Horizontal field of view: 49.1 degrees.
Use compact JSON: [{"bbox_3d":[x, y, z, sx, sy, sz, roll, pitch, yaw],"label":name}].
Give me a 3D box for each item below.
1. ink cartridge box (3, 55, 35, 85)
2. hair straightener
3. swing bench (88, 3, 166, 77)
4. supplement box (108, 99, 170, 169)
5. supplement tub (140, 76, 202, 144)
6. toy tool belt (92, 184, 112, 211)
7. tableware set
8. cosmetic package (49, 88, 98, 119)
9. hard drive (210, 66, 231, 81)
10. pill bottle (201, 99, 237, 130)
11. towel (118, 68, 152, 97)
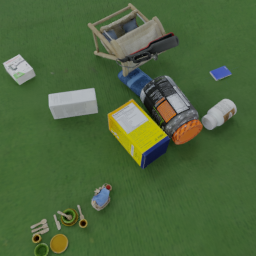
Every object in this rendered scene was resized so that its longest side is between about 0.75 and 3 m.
[{"bbox_3d":[-4.649,-2.502,11.984,0.814,0.470,1.119,-38,67,-19],"label":"ink cartridge box"},{"bbox_3d":[0.759,-2.865,10.495,2.505,0.513,0.964,-20,37,-4],"label":"hair straightener"},{"bbox_3d":[0.020,-3.802,11.920,2.378,1.551,2.391,-36,55,-20],"label":"swing bench"},{"bbox_3d":[0.343,0.207,10.034,1.136,1.143,2.087,-33,66,-18],"label":"supplement box"},{"bbox_3d":[1.598,-0.653,10.357,1.452,1.452,2.370,-24,64,-13],"label":"supplement tub"},{"bbox_3d":[-0.841,2.209,9.202,0.590,0.581,0.945,28,64,15],"label":"toy tool belt"},{"bbox_3d":[-2.145,3.239,8.791,1.774,0.272,1.195,-21,62,-12],"label":"tableware set"},{"bbox_3d":[-2.092,-0.939,10.845,1.745,0.885,0.622,-8,60,-6],"label":"cosmetic package"},{"bbox_3d":[4.009,-2.374,12.128,0.773,0.098,0.510,-23,63,-13],"label":"hard drive"},{"bbox_3d":[3.451,-0.498,10.682,1.269,0.726,0.726,-34,66,-19],"label":"pill bottle"},{"bbox_3d":[0.429,-1.944,11.694,0.968,0.421,1.734,-38,67,-19],"label":"towel"}]
